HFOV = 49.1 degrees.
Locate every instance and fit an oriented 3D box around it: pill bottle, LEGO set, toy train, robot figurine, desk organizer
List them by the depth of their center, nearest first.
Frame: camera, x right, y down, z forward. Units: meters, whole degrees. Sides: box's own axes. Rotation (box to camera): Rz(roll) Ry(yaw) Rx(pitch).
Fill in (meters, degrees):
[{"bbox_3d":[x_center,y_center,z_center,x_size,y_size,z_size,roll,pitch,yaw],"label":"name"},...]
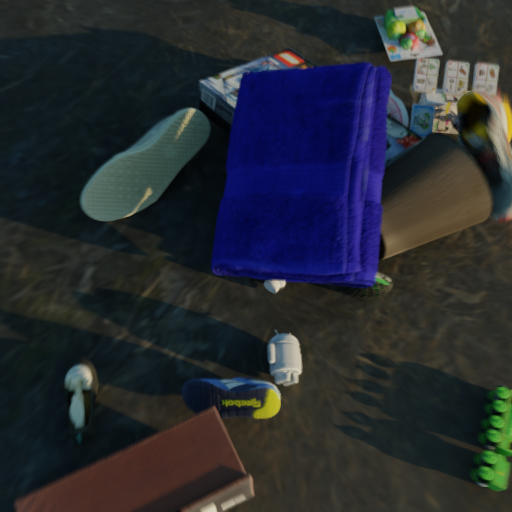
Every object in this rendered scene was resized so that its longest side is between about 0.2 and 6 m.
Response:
[{"bbox_3d":[-1.701,3.515,8.098,3.112,1.116,1.198,-22,57,-14],"label":"desk organizer"},{"bbox_3d":[3.884,2.893,8.957,0.489,0.362,1.733,26,60,4],"label":"toy train"},{"bbox_3d":[0.488,1.731,9.558,0.527,0.791,0.933,-26,54,34],"label":"robot figurine"},{"bbox_3d":[0.429,0.370,10.564,0.382,0.382,0.638,28,61,17],"label":"pill bottle"},{"bbox_3d":[4.256,-3.046,12.288,1.783,0.586,2.386,7,83,5],"label":"LEGO set"}]

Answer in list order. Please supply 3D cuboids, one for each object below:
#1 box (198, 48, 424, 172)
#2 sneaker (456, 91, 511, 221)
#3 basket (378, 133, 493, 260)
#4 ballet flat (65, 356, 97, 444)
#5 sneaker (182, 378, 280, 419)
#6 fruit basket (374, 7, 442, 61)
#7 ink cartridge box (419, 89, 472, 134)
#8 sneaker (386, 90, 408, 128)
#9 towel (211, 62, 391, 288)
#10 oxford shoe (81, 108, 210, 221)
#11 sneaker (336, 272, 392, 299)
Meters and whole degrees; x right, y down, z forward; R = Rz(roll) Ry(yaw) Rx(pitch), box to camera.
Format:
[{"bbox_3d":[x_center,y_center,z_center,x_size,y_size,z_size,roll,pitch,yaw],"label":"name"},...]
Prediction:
[{"bbox_3d":[1.116,-2.857,12.132,2.827,0.824,4.129,-32,62,-31],"label":"box"},{"bbox_3d":[4.547,-1.993,11.147,1.142,1.082,2.780,7,67,-41],"label":"sneaker"},{"bbox_3d":[3.006,-0.994,10.816,2.279,1.550,2.055,-30,80,-13],"label":"basket"},{"bbox_3d":[-2.885,2.277,9.230,0.531,0.534,1.561,-11,57,-11],"label":"ballet flat"},{"bbox_3d":[-0.389,2.311,9.177,1.656,0.681,0.612,4,94,12],"label":"sneaker"},{"bbox_3d":[3.889,-5.663,14.319,1.398,0.708,1.510,-9,60,-6],"label":"fruit basket"},{"bbox_3d":[4.300,-3.242,12.610,1.227,0.888,0.515,5,59,3],"label":"ink cartridge box"},{"bbox_3d":[2.719,-3.374,12.832,0.997,0.718,1.908,-14,55,-6],"label":"sneaker"},{"bbox_3d":[0.780,-1.544,10.073,3.029,1.016,4.102,3,76,18],"label":"towel"},{"bbox_3d":[-2.308,-1.901,11.785,3.242,1.219,0.936,-46,26,-17],"label":"oxford shoe"},{"bbox_3d":[1.682,0.153,10.498,1.890,0.737,0.805,26,60,16],"label":"sneaker"}]
